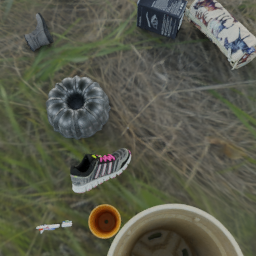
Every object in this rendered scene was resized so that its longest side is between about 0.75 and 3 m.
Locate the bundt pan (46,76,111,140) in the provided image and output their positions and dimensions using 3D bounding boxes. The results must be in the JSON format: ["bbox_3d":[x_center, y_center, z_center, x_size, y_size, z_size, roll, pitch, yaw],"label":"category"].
[{"bbox_3d":[-1.576,-0.725,8.615,2.052,0.770,2.052,0,71,0],"label":"bundt pan"}]

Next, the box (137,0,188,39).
[{"bbox_3d":[1.115,-3.883,9.555,1.513,1.120,0.789,23,72,7],"label":"box"}]

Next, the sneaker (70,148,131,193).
[{"bbox_3d":[-0.761,0.971,7.584,1.872,0.819,0.690,-29,28,-18],"label":"sneaker"}]

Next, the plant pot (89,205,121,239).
[{"bbox_3d":[-0.593,2.497,7.456,0.822,0.753,0.822,0,69,0],"label":"plant pot"}]

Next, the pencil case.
[{"bbox_3d":[3.119,-3.235,9.355,1.211,1.054,2.709,-30,73,-26],"label":"pencil case"}]

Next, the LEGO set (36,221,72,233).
[{"bbox_3d":[-1.825,2.516,7.063,0.818,1.095,0.269,-3,77,-11],"label":"LEGO set"}]

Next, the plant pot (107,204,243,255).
[{"bbox_3d":[0.906,3.195,6.294,2.697,2.468,2.697,0,70,0],"label":"plant pot"}]

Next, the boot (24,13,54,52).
[{"bbox_3d":[-3.222,-3.359,9.739,0.898,0.476,1.363,-24,68,-3],"label":"boot"}]
